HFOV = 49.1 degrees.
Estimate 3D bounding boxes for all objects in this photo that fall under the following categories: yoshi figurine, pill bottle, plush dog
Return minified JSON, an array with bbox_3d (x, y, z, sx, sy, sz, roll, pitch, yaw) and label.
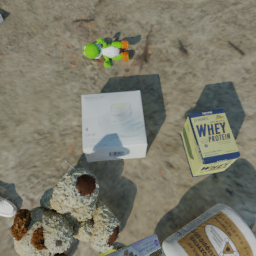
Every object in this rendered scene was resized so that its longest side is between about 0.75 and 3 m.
[{"bbox_3d":[-0.906,-2.976,10.915,1.857,1.040,1.044,0,71,3],"label":"yoshi figurine"},{"bbox_3d":[1.825,3.482,7.477,2.929,1.675,1.675,-29,68,-13],"label":"pill bottle"},{"bbox_3d":[-1.967,2.517,7.755,2.511,2.923,2.345,-39,37,-26],"label":"plush dog"}]

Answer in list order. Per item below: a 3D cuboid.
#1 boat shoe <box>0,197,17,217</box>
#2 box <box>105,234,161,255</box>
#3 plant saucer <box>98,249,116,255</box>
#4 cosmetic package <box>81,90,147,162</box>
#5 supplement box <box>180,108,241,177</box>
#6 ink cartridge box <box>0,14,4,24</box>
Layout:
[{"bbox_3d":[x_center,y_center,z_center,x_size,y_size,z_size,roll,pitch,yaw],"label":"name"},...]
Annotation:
[{"bbox_3d":[-4.129,2.333,8.677,1.400,0.485,0.496,22,67,10],"label":"boat shoe"},{"bbox_3d":[0.053,2.400,5.359,0.325,1.569,0.304,-33,68,34],"label":"box"},{"bbox_3d":[-0.477,4.057,8.050,1.055,0.164,1.055,0,66,0],"label":"plant saucer"},{"bbox_3d":[-0.477,-0.067,9.400,1.998,1.232,2.005,-5,64,-3],"label":"cosmetic package"},{"bbox_3d":[2.511,0.508,8.897,1.095,1.630,1.632,-10,65,-5],"label":"supplement box"},{"bbox_3d":[-5.932,-4.716,12.055,0.854,0.360,0.618,26,68,12],"label":"ink cartridge box"}]
